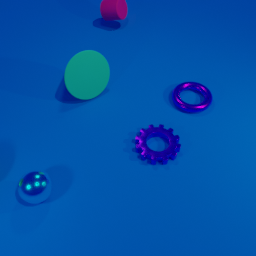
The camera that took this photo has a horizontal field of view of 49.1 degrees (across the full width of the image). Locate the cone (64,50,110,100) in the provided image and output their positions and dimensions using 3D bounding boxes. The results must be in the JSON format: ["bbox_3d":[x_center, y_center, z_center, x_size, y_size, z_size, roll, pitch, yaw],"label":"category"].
[{"bbox_3d":[-1.715,-1.982,9.562,1.604,1.604,1.610,-29,38,-21],"label":"cone"}]

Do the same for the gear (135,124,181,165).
[{"bbox_3d":[0.866,0.464,8.190,1.306,0.241,1.306,0,51,0],"label":"gear"}]

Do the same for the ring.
[{"bbox_3d":[2.138,-1.051,9.357,1.351,0.270,1.351,0,51,1],"label":"ring"}]

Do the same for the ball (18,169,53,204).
[{"bbox_3d":[-2.309,1.459,7.003,0.839,0.839,0.839,0,51,0],"label":"ball"}]

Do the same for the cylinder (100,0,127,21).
[{"bbox_3d":[-0.590,-4.956,11.707,0.845,0.845,0.845,9,50,30],"label":"cylinder"}]
